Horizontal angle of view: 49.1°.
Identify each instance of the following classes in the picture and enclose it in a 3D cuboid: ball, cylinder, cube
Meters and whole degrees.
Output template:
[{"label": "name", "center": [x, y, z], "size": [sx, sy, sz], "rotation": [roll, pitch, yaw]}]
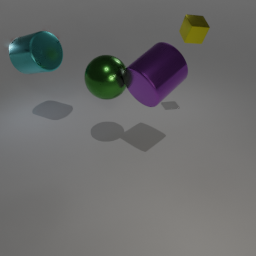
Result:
[{"label": "ball", "center": [-0.679, -1.599, 8.881], "size": [1.400, 1.400, 1.400], "rotation": [0, 32, 0]}, {"label": "cylinder", "center": [0.806, -1.572, 8.298], "size": [1.400, 1.400, 1.400], "rotation": [-43, 48, -20]}, {"label": "cube", "center": [2.314, -3.460, 9.829], "size": [0.700, 0.700, 0.700], "rotation": [-2, 54, -16]}, {"label": "cylinder", "center": [-3.356, -2.722, 10.260], "size": [1.400, 1.400, 1.400], "rotation": [4, 28, 38]}]
